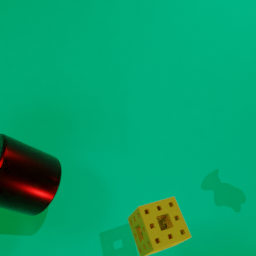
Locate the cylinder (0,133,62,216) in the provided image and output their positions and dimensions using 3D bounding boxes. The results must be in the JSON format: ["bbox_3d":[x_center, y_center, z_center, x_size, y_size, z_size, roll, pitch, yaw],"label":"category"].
[{"bbox_3d":[-2.124,0.903,5.300,1.241,1.241,1.241,33,78,-39],"label":"cylinder"}]

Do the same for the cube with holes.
[{"bbox_3d":[0.556,1.869,5.279,0.765,0.765,0.765,-9,61,-23],"label":"cube with holes"}]
